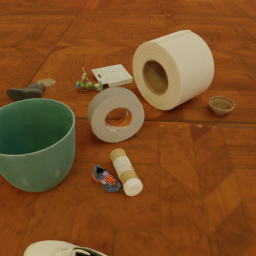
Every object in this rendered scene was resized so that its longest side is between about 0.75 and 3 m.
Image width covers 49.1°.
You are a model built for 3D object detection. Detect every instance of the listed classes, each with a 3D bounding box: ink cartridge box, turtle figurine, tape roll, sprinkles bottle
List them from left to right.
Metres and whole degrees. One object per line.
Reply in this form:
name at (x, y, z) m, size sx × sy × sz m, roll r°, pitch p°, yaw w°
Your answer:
turtle figurine at (-1.842, -2.333, 13.769) m, size 1.267 × 0.940 × 1.307 m, roll 16°, pitch 46°, yaw 11°
ink cartridge box at (-0.868, -2.706, 14.676) m, size 1.744 × 0.378 × 1.712 m, roll -15°, pitch 41°, yaw -15°
tape roll at (-0.448, -0.468, 10.522) m, size 2.063 × 2.063 × 0.682 m, roll -11°, pitch 37°, yaw -13°
sprinkles bottle at (-0.094, 1.435, 9.371) m, size 0.589 × 0.589 × 1.726 m, roll -13°, pitch 41°, yaw -16°
tape roll at (1.921, -2.527, 12.343) m, size 2.085 × 3.037 × 3.037 m, roll -28°, pitch 47°, yaw -29°

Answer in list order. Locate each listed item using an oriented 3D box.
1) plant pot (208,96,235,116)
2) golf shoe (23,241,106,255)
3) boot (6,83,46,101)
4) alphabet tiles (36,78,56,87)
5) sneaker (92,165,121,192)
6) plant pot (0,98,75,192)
plant pot at (4.076, -0.894, 12.320) m, size 1.102 × 0.508 × 1.102 m, roll -1°, pitch 39°, yaw 0°
golf shoe at (-1.352, 3.132, 6.731) m, size 2.685 × 1.305 × 1.051 m, roll 8°, pitch 42°, yaw 12°
boot at (-4.873, -1.781, 13.474) m, size 1.643 × 0.573 × 1.082 m, roll 6°, pitch 35°, yaw -10°
alphabet tiles at (-4.272, -2.332, 14.480) m, size 0.946 × 0.030 × 0.787 m, roll -22°, pitch 43°, yaw -24°
sneaker at (-0.728, 1.658, 9.180) m, size 1.245 × 0.488 × 0.469 m, roll 27°, pitch 47°, yaw 30°
plant pot at (-2.950, 0.709, 8.989) m, size 2.745 × 2.203 × 2.745 m, roll 0°, pitch 39°, yaw 0°
